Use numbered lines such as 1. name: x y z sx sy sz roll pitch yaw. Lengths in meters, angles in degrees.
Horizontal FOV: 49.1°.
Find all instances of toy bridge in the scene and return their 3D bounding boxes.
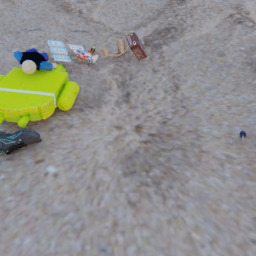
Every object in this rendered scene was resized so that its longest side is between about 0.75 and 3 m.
1. toy bridge: -0.270 -2.755 9.445 0.211 0.520 1.547 27 53 35

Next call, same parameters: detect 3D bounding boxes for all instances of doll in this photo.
1. doll: -2.656 -1.963 8.069 1.241 0.441 1.819 19 22 -14

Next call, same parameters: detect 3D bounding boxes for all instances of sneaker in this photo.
1. sneaker: -2.602 0.359 6.440 1.362 0.514 0.540 -6 55 11

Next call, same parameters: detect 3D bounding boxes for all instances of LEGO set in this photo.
1. LEGO set: -1.686 -2.539 9.072 1.576 0.387 1.178 -2 44 -29

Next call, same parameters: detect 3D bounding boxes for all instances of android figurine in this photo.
1. android figurine: -2.647 -0.970 7.627 2.467 0.556 2.710 5 41 3

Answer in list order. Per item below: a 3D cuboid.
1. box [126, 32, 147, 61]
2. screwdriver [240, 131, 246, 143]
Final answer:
1. box: 0.280 -2.552 8.826 0.338 0.901 0.451 -21 68 14
2. screwdriver: 2.647 0.228 6.408 0.159 0.153 1.095 43 23 5
